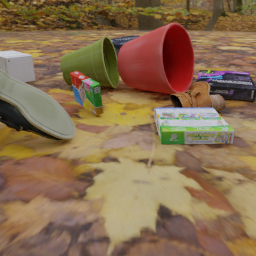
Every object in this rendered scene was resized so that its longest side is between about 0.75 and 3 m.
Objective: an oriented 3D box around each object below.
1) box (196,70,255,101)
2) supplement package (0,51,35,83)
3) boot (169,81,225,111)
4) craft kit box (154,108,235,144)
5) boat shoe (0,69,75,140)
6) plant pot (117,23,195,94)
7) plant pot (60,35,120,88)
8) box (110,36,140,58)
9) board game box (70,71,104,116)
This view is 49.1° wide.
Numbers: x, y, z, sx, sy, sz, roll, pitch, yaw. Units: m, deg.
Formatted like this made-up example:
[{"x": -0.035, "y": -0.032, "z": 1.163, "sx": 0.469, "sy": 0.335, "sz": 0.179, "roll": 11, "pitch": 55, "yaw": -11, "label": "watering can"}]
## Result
[{"x": 3.597, "y": -1.674, "z": 10.508, "sx": 2.000, "sy": 0.505, "sz": 2.798, "roll": 6, "pitch": 25, "yaw": 15, "label": "box"}, {"x": -4.973, "y": -2.619, "z": 11.980, "sx": 1.138, "sy": 1.096, "sz": 2.001, "roll": -19, "pitch": 29, "yaw": -38, "label": "supplement package"}, {"x": 1.896, "y": -0.921, "z": 8.583, "sx": 1.414, "sy": 0.698, "sz": 1.821, "roll": -6, "pitch": 34, "yaw": -15, "label": "boot"}, {"x": 1.536, "y": -0.096, "z": 6.923, "sx": 1.636, "sy": 0.397, "sz": 1.616, "roll": 0, "pitch": 20, "yaw": 0, "label": "craft kit box"}, {"x": -2.432, "y": -0.403, "z": 6.050, "sx": 2.661, "sy": 0.882, "sz": 0.995, "roll": 31, "pitch": 39, "yaw": -29, "label": "boat shoe"}, {"x": 0.937, "y": -2.367, "z": 10.094, "sx": 2.124, "sy": 2.401, "sz": 2.401, "roll": 4, "pitch": 20, "yaw": 39, "label": "plant pot"}, {"x": -1.502, "y": -2.354, "z": 10.795, "sx": 1.872, "sy": 1.971, "sz": 1.971, "roll": -8, "pitch": 20, "yaw": 15, "label": "plant pot"}, {"x": 0.135, "y": -3.677, "z": 13.922, "sx": 2.416, "sy": 1.443, "sz": 2.457, "roll": -23, "pitch": 32, "yaw": -36, "label": "box"}, {"x": -1.178, "y": -0.999, "z": 7.994, "sx": 0.246, "sy": 0.935, "sz": 1.222, "roll": -27, "pitch": 40, "yaw": -29, "label": "board game box"}]
